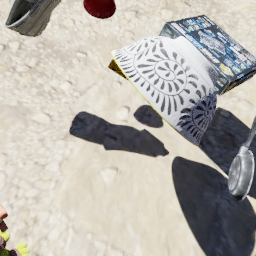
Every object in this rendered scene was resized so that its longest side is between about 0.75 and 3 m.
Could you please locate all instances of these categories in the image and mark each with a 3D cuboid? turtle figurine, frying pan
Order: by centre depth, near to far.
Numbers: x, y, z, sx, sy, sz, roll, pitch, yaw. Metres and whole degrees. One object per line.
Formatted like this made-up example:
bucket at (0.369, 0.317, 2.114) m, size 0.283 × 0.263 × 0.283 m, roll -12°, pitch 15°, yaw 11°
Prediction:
turtle figurine at (-2.540, 1.653, 4.533) m, size 2.676 × 2.158 × 0.862 m, roll 1°, pitch 47°, yaw 26°
frying pan at (2.213, 0.597, 5.282) m, size 0.267 × 1.643 × 0.994 m, roll 12°, pitch 17°, yaw 6°

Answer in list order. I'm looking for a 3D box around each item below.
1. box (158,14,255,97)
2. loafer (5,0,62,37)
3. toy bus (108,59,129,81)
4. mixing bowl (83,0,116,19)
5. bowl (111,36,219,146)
box at (2.085, -1.930, 7.027) m, size 1.742 × 0.504 × 2.191 m, roll -28°, pitch 68°, yaw -37°
loafer at (-2.137, -3.261, 6.652) m, size 0.957 × 2.743 × 0.959 m, roll -10°, pitch 64°, yaw -45°
toy bus at (-0.140, -1.520, 7.487) m, size 0.879 × 0.344 × 0.286 m, roll 36°, pitch 96°, yaw 25°
mixing bowl at (-0.722, -3.404, 7.448) m, size 0.883 × 0.883 × 0.478 m, roll 5°, pitch 67°, yaw 3°
bowl at (1.041, -1.035, 5.879) m, size 1.264 × 2.693 × 2.693 m, roll -42°, pitch 65°, yaw 15°
